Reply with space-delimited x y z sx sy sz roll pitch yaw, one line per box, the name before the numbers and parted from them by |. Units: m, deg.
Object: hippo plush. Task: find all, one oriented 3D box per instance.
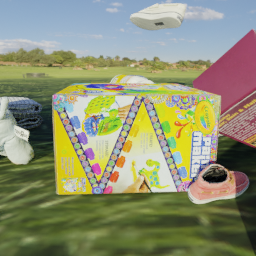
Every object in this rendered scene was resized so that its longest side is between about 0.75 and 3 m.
hippo plush | -2.434 0.305 4.549 1.369 1.356 1.703 -36 30 -25

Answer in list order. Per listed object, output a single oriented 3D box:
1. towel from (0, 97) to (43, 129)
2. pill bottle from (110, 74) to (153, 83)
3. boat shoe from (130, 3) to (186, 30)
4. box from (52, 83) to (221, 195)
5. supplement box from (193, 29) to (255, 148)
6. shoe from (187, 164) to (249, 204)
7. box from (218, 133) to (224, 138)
towel | -3.535 -0.404 8.039 1.866 0.799 1.545 -5 15 -28
pill bottle | 0.218 -1.698 12.538 1.351 1.351 2.395 -7 14 -28
boat shoe | 1.106 -4.309 10.630 2.422 0.796 0.871 16 -11 47
box | 0.045 -0.001 4.736 2.178 1.379 2.261 0 13 -5
supplement box | 2.346 -0.457 4.756 2.054 1.060 1.344 20 -42 -30
shoe | 1.243 0.676 3.591 0.964 0.438 0.344 -9 50 -23
box | 3.047 -0.533 6.662 2.205 1.766 0.480 -7 59 -33
